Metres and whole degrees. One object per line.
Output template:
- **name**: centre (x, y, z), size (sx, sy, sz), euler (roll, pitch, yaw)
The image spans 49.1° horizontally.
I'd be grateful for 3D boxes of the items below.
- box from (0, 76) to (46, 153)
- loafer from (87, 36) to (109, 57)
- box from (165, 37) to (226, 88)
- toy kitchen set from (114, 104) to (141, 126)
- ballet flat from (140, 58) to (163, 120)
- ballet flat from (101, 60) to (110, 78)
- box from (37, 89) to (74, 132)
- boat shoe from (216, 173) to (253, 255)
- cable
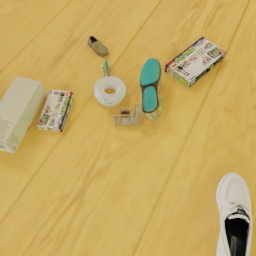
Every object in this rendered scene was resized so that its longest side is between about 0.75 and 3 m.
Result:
- **box**: centre (-3.589, -0.468, 8.947), size (0.976, 0.812, 2.376), euler (15, 60, 9)
- **loafer**: centre (-1.176, -3.148, 10.778), size (1.125, 0.379, 0.428), euler (39, 67, 20)
- **box**: centre (2.513, -2.471, 10.382), size (2.127, 0.369, 1.171), euler (-39, 67, -20)
- **toy kitchen set**: centre (-0.034, -0.539, 9.027), size (0.828, 0.747, 0.675), euler (-2, 59, -5)
- **ballet flat**: centre (0.824, -1.296, 9.464), size (0.816, 0.816, 2.309), euler (2, 60, 1)
- **ballet flat**: centre (-0.839, -2.126, 10.246), size (0.318, 0.318, 0.899), euler (-8, 60, -5)
- **box**: centre (-2.395, -0.597, 9.345), size (0.814, 0.257, 1.480), euler (9, 60, 5)
- **boat shoe**: centre (2.850, 2.330, 7.268), size (0.968, 0.860, 2.632), euler (7, 60, 4)
- **cable**: centre (-0.611, -1.266, 9.638), size (1.099, 0.381, 1.099), euler (-29, 66, -22)
